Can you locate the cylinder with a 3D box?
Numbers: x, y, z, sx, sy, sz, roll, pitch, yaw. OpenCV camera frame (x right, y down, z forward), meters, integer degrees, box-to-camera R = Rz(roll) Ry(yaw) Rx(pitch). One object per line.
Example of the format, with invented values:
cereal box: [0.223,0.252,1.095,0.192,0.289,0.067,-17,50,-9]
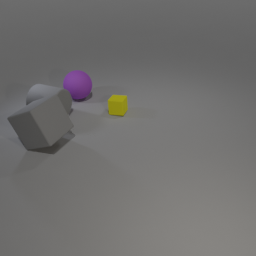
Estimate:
cylinder: [-3.388,-1.106,12.109,1.400,1.400,1.400,13,34,21]

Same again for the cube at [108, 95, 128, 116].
cube: [-0.451,-1.034,12.623,0.700,0.700,0.700,6,30,16]

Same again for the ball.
ball: [-2.452,-2.107,13.682,1.400,1.400,1.400,0,32,0]

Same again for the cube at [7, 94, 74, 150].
cube: [-3.140,-0.203,10.184,1.400,1.400,1.400,-10,25,35]
